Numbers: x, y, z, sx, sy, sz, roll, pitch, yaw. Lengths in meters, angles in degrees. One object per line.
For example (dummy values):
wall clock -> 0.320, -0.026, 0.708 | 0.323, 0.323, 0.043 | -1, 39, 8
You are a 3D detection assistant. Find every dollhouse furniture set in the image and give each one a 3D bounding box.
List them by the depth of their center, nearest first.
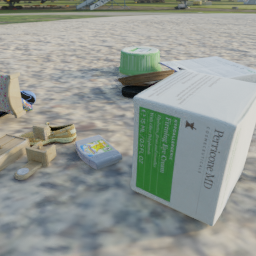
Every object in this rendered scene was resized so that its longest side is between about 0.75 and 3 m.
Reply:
dollhouse furniture set -> -2.532, -0.334, 5.247 | 1.934, 2.268, 1.107 | 11, 29, 20

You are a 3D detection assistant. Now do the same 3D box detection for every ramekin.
ramekin -> 0.508, -2.863, 11.831 | 1.819, 0.888, 1.819 | 0, 27, 0

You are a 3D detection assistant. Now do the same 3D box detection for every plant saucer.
plant saucer -> 0.629, -1.708, 9.594 | 1.956, 0.288, 1.956 | -9, 7, 1

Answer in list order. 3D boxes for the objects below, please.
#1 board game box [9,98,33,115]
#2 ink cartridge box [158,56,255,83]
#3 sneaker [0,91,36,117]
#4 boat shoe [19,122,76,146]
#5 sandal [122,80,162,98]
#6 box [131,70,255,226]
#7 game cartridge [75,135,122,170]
board game box -> -2.918, -0.591, 7.196 | 0.581, 0.148, 0.859 | -13, -16, 5
ink cartridge box -> 2.946, -2.049, 10.553 | 2.820, 0.572, 2.814 | -9, 28, -17
sneaker -> -3.340, -0.599, 7.766 | 1.605, 0.563, 0.625 | -16, 35, -18
boat shoe -> -1.841, 0.093, 6.371 | 1.287, 0.490, 0.461 | -7, 27, -13
sandal -> 0.947, -1.237, 8.939 | 2.381, 0.570, 0.895 | 5, 27, 11
box -> 1.133, 0.188, 4.694 | 1.542, 1.791, 1.800 | 18, 33, 28
game cartridge -> -0.678, 0.487, 5.915 | 0.693, 0.210, 1.039 | -20, 34, -28
